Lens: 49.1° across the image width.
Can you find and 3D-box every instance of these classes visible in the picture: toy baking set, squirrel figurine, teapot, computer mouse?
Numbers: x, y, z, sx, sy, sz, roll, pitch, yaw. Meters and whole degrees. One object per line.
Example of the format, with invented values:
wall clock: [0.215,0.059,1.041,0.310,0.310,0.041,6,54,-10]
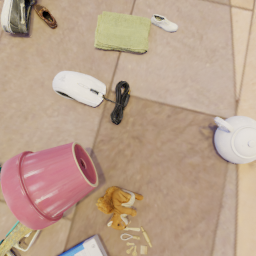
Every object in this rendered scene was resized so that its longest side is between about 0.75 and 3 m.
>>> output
toy baking set: [0.233,3.408,8.569,0.809,0.123,1.054,-22,78,-5]
squirrel figurine: [-0.324,2.421,8.488,1.239,0.877,1.156,17,86,28]
teapot: [3.478,0.371,8.509,1.633,1.193,1.612,-7,94,1]
computer mouse: [-1.302,-1.224,9.366,2.732,0.599,1.498,19,79,4]

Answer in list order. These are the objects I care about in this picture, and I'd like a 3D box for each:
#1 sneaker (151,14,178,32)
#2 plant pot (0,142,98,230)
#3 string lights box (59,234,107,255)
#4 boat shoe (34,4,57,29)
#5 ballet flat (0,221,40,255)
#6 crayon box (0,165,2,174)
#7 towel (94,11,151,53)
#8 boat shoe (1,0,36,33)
sneaker: [1.310,-3.768,10.057,1.036,0.367,0.378,20,78,4]
plant pot: [-1.935,1.375,7.534,1.886,2.107,2.107,-26,78,6]
string lights box: [-1.861,4.442,7.965,2.835,0.836,1.457,-27,79,-6]
boat shoe: [-2.980,-4.101,10.116,0.412,0.412,1.170,-43,80,-7]
ballet flat: [-3.411,3.460,8.214,0.918,0.918,2.597,42,79,9]
crayon box: [-5.383,1.161,8.733,2.667,0.777,1.584,37,80,8]
towel: [-0.194,-3.398,9.984,1.967,0.359,1.459,7,76,2]
boat shoe: [-3.725,-4.765,10.002,0.938,1.041,2.945,6,85,1]
